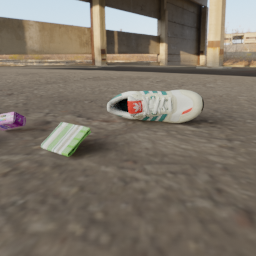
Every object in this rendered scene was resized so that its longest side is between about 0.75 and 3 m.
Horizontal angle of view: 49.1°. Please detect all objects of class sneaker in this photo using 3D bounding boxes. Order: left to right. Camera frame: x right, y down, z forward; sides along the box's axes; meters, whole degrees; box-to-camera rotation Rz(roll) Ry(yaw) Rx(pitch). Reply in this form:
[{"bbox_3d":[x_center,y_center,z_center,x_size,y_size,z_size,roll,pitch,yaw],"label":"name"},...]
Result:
[{"bbox_3d":[0.689,-0.588,8.198,2.865,1.009,1.339,6,14,31],"label":"sneaker"}]

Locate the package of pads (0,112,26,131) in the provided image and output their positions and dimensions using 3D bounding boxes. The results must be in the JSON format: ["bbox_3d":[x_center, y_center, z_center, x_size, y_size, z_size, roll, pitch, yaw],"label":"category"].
[{"bbox_3d":[-3.164,-0.173,7.403,0.797,0.302,0.480,-10,-21,19],"label":"package of pads"}]

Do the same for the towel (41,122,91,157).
[{"bbox_3d":[-1.356,0.244,6.096,1.071,0.164,0.799,11,55,43],"label":"towel"}]
